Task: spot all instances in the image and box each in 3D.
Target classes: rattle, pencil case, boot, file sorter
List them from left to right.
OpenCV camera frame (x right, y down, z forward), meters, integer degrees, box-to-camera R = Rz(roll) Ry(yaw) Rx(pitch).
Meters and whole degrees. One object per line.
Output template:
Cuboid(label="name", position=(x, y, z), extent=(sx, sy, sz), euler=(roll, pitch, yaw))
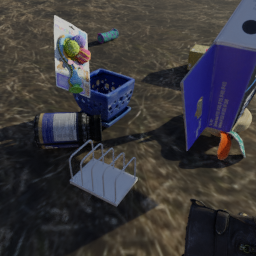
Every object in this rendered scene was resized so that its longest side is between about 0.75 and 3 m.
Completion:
Cuboid(label="file sorter", position=(-0.558, 0.924, 6.261), extent=(1.293, 0.805, 0.897), euler=(19, 40, 25))
Cuboid(label="pencil case", position=(-1.005, -4.639, 14.084), extent=(1.105, 0.511, 0.470), euler=(-33, 18, -35))
Cuboid(label="rattle", position=(2.802, -0.615, 7.595), extent=(1.698, 1.863, 2.609), euler=(28, 33, 2))
Cuboid(label="boot", position=(1.819, 2.276, 4.407), extent=(1.962, 0.780, 2.254), euler=(-6, 61, 24))

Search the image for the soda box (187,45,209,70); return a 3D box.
Cuboid(label="soda box", position=(3.730, -2.556, 10.985), extent=(2.602, 0.833, 0.881), euler=(17, 39, 23))

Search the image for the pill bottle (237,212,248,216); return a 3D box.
Cuboid(label="pill bottle", position=(2.350, 2.018, 4.915), extent=(1.096, 0.613, 0.613), euler=(27, 44, 33))

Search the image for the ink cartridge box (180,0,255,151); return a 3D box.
Cuboid(label="ink cartridge box", position=(1.937, -1.034, 4.622), extent=(0.634, 2.893, 2.920), euler=(33, 80, 22))

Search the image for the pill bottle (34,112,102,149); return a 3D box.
Cuboid(label="pill bottle", position=(-1.533, 0.047, 7.349), extent=(1.663, 0.930, 0.930), euler=(-3, 36, -5))

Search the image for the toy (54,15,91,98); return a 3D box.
Cuboid(label="toy", position=(-0.649, -0.928, 3.573), extent=(0.233, 0.987, 0.568), euler=(-13, -17, 35))

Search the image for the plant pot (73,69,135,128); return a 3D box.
Cuboid(label="plant pot", position=(-0.708, -0.858, 8.331), extent=(1.363, 1.225, 1.363), euler=(22, 42, 28))
